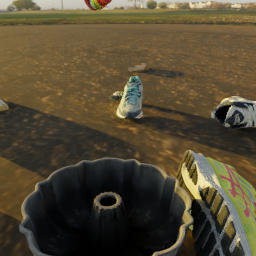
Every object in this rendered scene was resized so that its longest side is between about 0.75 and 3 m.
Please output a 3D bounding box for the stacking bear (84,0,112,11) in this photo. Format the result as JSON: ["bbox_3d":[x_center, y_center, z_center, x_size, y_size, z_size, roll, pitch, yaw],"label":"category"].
[{"bbox_3d":[-0.929,-4.401,9.555,0.665,0.623,1.095,-39,30,-22],"label":"stacking bear"}]

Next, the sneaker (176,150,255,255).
[{"bbox_3d":[1.580,1.251,4.203,1.179,1.020,2.611,12,31,-9],"label":"sneaker"}]

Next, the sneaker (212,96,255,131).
[{"bbox_3d":[3.352,-0.306,7.662,1.478,0.907,2.271,-22,33,-37],"label":"sneaker"}]

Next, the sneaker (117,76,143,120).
[{"bbox_3d":[0.089,-1.023,9.072,0.817,0.909,2.106,3,33,2],"label":"sneaker"}]

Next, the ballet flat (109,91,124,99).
[{"bbox_3d":[-0.280,-1.191,10.314,0.889,0.325,0.325,10,26,21],"label":"ballet flat"}]

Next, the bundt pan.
[{"bbox_3d":[-0.278,1.368,4.022,2.323,0.872,2.323,0,25,0],"label":"bundt pan"}]

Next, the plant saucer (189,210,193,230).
[{"bbox_3d":[0.820,1.376,4.926,0.420,0.114,1.201,-22,32,-39],"label":"plant saucer"}]

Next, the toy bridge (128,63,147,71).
[{"bbox_3d":[0.601,-3.235,14.941,0.475,0.192,1.413,19,31,31],"label":"toy bridge"}]

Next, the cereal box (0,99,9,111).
[{"bbox_3d":[-4.491,-0.748,9.509,0.598,0.164,0.831,-18,30,-34],"label":"cereal box"}]
